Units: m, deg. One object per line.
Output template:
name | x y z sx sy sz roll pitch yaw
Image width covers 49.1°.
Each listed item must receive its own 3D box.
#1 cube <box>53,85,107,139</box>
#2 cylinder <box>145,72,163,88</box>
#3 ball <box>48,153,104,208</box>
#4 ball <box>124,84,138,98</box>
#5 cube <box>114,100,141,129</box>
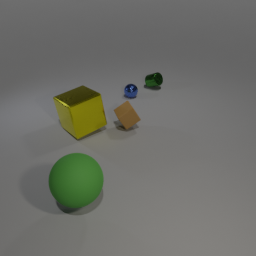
cube | -1.866 -0.664 10.994 1.400 1.400 1.400 -28 36 -27
cylinder | 1.375 -2.540 14.855 0.700 0.700 0.700 -5 19 48
ball | -1.332 1.345 7.252 1.400 1.400 1.400 0 31 0
ball | 0.147 -1.858 13.957 0.700 0.700 0.700 0 31 0
cube | -0.035 -0.520 11.144 0.700 0.700 0.700 -34 37 4
